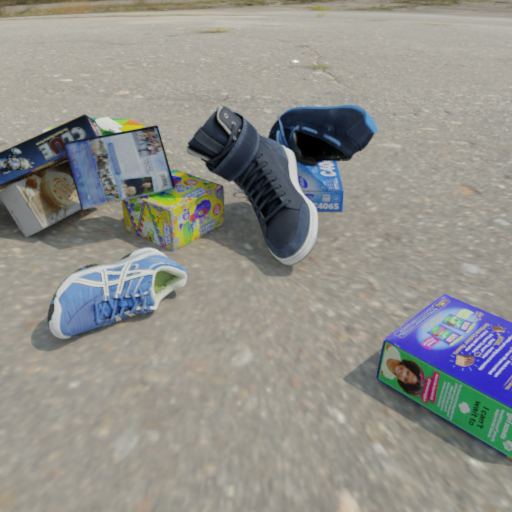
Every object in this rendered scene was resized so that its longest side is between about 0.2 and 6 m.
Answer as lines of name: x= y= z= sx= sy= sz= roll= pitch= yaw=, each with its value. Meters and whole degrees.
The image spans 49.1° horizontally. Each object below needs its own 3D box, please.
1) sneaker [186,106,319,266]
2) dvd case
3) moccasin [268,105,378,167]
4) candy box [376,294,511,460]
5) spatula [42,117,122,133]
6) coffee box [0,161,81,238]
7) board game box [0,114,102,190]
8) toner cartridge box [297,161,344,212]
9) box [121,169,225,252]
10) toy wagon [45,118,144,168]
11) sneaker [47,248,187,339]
sneaker: x=-0.143 y=-1.380 z=10.292 sx=2.328 sy=1.225 sz=3.221 roll=29 pitch=31 yaw=-36
dvd case: x=-2.553 y=-1.683 z=10.540 sx=1.795 sy=1.280 sz=0.157 roll=-15 pitch=-3 yaw=-18
moccasin: x=1.107 y=-2.539 z=12.087 sx=1.121 sy=1.322 sz=3.287 roll=-55 pitch=24 yaw=-14
candy box: x=2.859 y=1.441 z=7.232 sx=1.655 sy=0.754 sz=1.957 roll=-25 pitch=37 yaw=-39
spatula: x=-3.979 y=-2.867 z=13.813 sx=1.865 sy=0.215 sz=2.682 roll=-17 pitch=38 yaw=-33
coffee box: x=-4.134 y=-1.263 z=11.500 sx=0.721 sy=1.034 sz=1.809 roll=-19 pitch=16 yaw=38
board game box: x=-4.815 y=-1.874 z=11.437 sx=3.412 sy=0.590 sz=2.311 roll=-26 pitch=15 yaw=-5
toner cartridge box: x=1.365 y=-1.764 z=13.058 sx=1.137 sy=0.517 sz=2.394 roll=0 pitch=30 yaw=2
box: x=-1.648 y=-0.955 z=11.267 sx=1.434 sy=0.908 sz=1.489 roll=22 pitch=37 yaw=32
toy wagon: x=-4.272 y=-3.096 z=15.106 sx=3.118 sy=0.795 sz=4.019 roll=4 pitch=30 yaw=6
sneaker: x=-2.088 y=0.542 z=8.644 sx=0.924 sy=0.908 sz=2.398 roll=17 pitch=35 yaw=34
